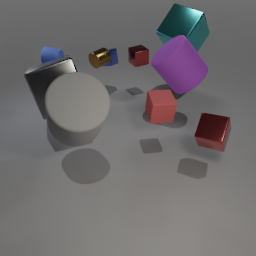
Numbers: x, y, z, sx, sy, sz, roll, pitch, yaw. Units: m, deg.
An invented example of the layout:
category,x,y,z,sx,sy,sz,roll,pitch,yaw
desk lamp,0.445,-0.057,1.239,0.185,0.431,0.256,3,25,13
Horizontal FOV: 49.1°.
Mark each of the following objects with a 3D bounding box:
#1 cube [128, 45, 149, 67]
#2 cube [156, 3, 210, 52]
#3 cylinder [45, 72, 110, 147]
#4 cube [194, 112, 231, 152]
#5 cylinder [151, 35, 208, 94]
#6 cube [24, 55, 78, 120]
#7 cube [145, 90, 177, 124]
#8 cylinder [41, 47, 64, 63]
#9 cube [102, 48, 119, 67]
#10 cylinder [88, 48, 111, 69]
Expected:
category,x,y,z,sx,sy,sz,roll,pitch,yaw
cube,0.473,-3.225,12.532,0.700,0.700,0.700,-19,41,-20
cube,2.250,-3.884,11.365,1.400,1.400,1.400,34,0,30
cylinder,-1.220,-0.389,6.641,1.400,1.400,1.400,4,72,-13
cube,2.169,0.107,7.130,0.700,0.700,0.700,14,73,28
cylinder,1.732,-2.116,9.434,1.400,1.400,1.400,-37,25,20
cube,-2.158,-1.286,8.512,1.400,1.400,1.400,-21,22,-9
cube,0.937,-0.622,8.126,0.700,0.700,0.700,-4,43,-10
cylinder,-3.006,-2.828,11.174,0.700,0.700,0.700,12,31,6
cube,-0.941,-3.248,12.905,0.700,0.700,0.700,3,22,28
cylinder,-1.207,-2.993,11.977,0.700,0.700,0.700,24,46,36
